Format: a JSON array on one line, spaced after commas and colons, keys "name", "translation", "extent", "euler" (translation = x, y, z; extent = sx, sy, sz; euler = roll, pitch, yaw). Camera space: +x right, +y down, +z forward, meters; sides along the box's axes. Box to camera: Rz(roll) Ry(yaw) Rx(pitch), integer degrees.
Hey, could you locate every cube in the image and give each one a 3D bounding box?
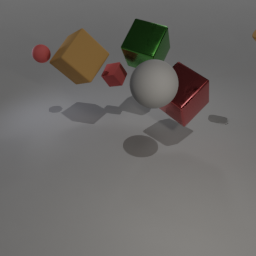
[{"name": "cube", "translation": [0.743, -3.221, 11.180], "extent": [1.400, 1.400, 1.400], "euler": [22, 78, 18]}, {"name": "cube", "translation": [-0.568, -2.238, 11.765], "extent": [0.700, 0.700, 0.700], "euler": [0, 56, 35]}, {"name": "cube", "translation": [1.910, -1.192, 10.024], "extent": [1.400, 1.400, 1.400], "euler": [-44, 61, -8]}, {"name": "cube", "translation": [-1.857, -2.659, 10.670], "extent": [1.400, 1.400, 1.400], "euler": [7, 63, 57]}]

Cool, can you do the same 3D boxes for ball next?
[{"name": "ball", "translation": [-3.363, -2.883, 10.870], "extent": [0.700, 0.700, 0.700], "euler": [0, 31, 0]}, {"name": "ball", "translation": [0.746, -1.264, 8.089], "extent": [1.400, 1.400, 1.400], "euler": [0, 31, 0]}]

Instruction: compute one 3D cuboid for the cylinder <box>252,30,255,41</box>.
[{"name": "cylinder", "translation": [4.521, -2.939, 9.038], "extent": [0.700, 0.700, 0.700], "euler": [41, 25, -19]}]
